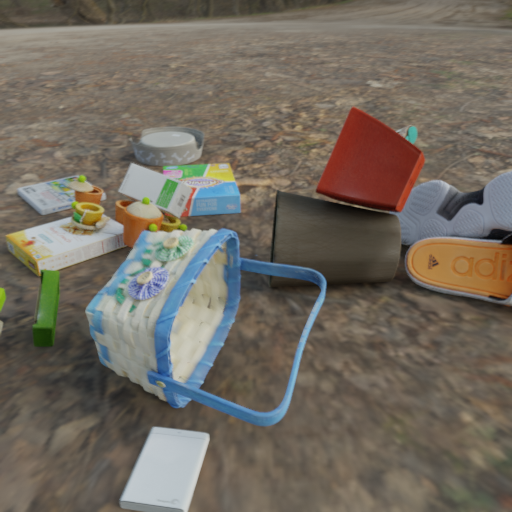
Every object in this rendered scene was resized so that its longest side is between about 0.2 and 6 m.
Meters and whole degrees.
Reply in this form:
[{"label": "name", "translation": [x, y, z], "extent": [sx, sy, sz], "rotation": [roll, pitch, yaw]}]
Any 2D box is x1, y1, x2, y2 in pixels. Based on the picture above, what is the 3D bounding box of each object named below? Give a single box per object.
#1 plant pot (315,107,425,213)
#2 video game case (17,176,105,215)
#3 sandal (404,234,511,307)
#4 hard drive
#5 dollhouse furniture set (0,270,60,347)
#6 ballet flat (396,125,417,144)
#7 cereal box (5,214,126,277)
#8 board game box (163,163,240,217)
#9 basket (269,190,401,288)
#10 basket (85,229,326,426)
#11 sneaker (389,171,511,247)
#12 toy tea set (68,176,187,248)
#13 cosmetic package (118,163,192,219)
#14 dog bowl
[{"label": "plant pot", "translation": [1.768, -1.269, 8.275], "extent": [1.142, 1.294, 1.296], "rotation": [26, 9, 16]}, {"label": "video game case", "translation": [-4.134, -1.307, 11.866], "extent": [1.362, 0.164, 1.494], "rotation": [-20, 33, -33]}, {"label": "sandal", "translation": [3.544, 0.211, 7.878], "extent": [2.915, 1.117, 0.835], "rotation": [3, -8, 22]}, {"label": "hard drive", "translation": [-0.872, 2.086, 5.494], "extent": [0.614, 0.124, 0.931], "rotation": [4, 29, 8]}, {"label": "dollhouse furniture set", "translation": [-3.720, 0.608, 7.033], "extent": [2.315, 1.157, 0.894], "rotation": [2, 51, -16]}, {"label": "ballet flat", "translation": [3.829, -3.098, 14.868], "extent": [0.565, 0.572, 1.681], "rotation": [5, 26, 27]}, {"label": "cereal box", "translation": [-3.229, -0.275, 9.707], "extent": [1.730, 0.342, 1.245], "rotation": [-24, 36, -38]}, {"label": "board game box", "translation": [-1.192, -1.419, 11.817], "extent": [1.520, 0.400, 1.986], "rotation": [-4, 28, -8]}, {"label": "basket", "translation": [1.184, -0.210, 8.665], "extent": [1.864, 1.267, 1.680], "rotation": [5, 50, -1]}, {"label": "basket", "translation": [-0.549, 0.731, 6.323], "extent": [2.351, 1.635, 2.073], "rotation": [14, 44, 11]}, {"label": "sneaker", "translation": [3.777, -0.473, 9.271], "extent": [1.783, 1.182, 3.134], "rotation": [23, -16, -31]}, {"label": "toy tea set", "translation": [-2.387, -0.890, 9.802], "extent": [2.310, 0.855, 1.373], "rotation": [19, 22, 11]}, {"label": "cosmetic package", "translation": [-1.829, -1.179, 10.169], "extent": [1.149, 0.618, 0.488], "rotation": [21, -5, 20]}, {"label": "dog bowl", "translation": [-2.237, -2.783, 14.241], "extent": [1.874, 0.549, 1.874], "rotation": [1, 28, 0]}]
